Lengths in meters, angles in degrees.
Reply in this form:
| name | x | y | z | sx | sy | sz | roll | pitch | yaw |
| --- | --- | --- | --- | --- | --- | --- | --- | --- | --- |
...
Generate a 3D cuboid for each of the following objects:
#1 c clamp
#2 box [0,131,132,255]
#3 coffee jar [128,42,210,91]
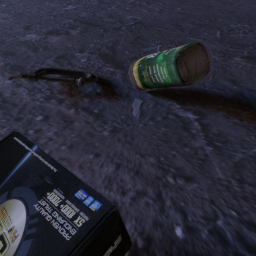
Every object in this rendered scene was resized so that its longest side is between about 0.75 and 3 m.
| name | x | y | z | sx | sy | sz | roll | pitch | yaw |
| --- | --- | --- | --- | --- | --- | --- | --- | --- | --- |
| c clamp | -2.521 | -1.825 | 10.275 | 2.786 | 0.377 | 2.380 | 5 | 21 | -1 |
| box | -1.609 | 1.482 | 3.993 | 2.571 | 1.107 | 2.106 | 28 | 58 | 35 |
| coffee jar | 1.213 | -1.922 | 9.128 | 1.393 | 1.140 | 2.671 | -32 | 18 | -28 |
